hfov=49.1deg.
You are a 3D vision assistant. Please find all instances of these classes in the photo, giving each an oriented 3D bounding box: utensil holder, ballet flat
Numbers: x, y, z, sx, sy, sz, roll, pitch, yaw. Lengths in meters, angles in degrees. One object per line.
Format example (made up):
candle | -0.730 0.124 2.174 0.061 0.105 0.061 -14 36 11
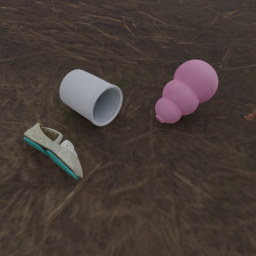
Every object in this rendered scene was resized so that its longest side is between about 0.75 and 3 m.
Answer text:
utensil holder | -1.159 -0.956 8.596 1.536 1.305 1.305 30 51 30
ballet flat | -1.860 0.480 7.282 2.285 0.771 0.713 29 67 28

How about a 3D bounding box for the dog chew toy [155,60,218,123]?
dog chew toy | 1.656 -0.996 8.344 2.126 1.324 1.324 -47 55 -3

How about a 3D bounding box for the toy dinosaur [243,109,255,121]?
toy dinosaur | 3.784 -0.468 7.821 0.976 0.662 0.419 -52 26 3
